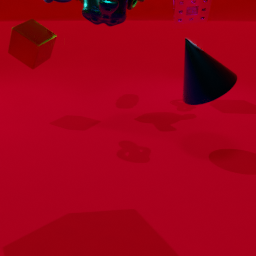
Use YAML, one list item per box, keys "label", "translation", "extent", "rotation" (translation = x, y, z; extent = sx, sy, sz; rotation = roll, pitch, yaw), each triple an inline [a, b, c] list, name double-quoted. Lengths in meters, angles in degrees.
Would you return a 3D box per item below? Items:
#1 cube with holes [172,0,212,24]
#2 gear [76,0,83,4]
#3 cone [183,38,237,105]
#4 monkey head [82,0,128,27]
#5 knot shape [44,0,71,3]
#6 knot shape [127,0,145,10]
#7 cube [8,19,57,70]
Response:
- label: "cube with holes"
  translation: [1.925, -3.990, 8.589]
  extent: [1.030, 1.030, 1.030]
  rotation: [-3, -22, 6]
- label: "gear"
  translation: [-1.927, -4.774, 9.013]
  extent: [0.308, 1.665, 1.665]
  rotation: [-38, 12, 21]
- label: "cone"
  translation: [1.345, -1.230, 5.400]
  extent: [1.133, 1.137, 1.133]
  rotation: [-27, 26, 14]
- label: "monkey head"
  translation: [-0.570, -3.440, 7.385]
  extent: [1.995, 1.202, 1.435]
  rotation: [3, 3, -12]
- label: "knot shape"
  translation: [-1.645, -2.957, 5.466]
  extent: [0.535, 1.083, 1.158]
  rotation: [-45, 53, -1]
- label: "knot shape"
  translation: [0.113, -4.228, 8.581]
  extent: [0.605, 1.309, 1.225]
  rotation: [-18, 42, 3]
- label: "cube"
  translation: [-2.566, -2.256, 7.525]
  extent: [0.828, 0.828, 0.828]
  rotation: [34, 43, -1]
